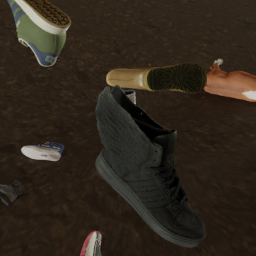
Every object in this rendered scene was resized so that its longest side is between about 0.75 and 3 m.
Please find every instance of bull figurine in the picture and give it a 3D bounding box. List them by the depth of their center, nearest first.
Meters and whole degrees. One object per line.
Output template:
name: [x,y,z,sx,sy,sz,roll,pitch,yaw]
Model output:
bull figurine: [3.993,-1.460,9.464,2.896,0.943,1.758,18,43,15]

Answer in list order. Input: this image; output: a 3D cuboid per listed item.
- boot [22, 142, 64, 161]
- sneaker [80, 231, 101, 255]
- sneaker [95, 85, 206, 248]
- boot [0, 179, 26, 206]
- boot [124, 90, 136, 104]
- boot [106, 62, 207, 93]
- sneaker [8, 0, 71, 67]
boot: [-2.333,0.598,7.746,1.072,0.390,0.484,12,37,2]
sneaker: [-0.576,2.834,5.199,0.664,0.717,1.778,6,49,-16]
sneaker: [0.349,0.505,3.742,2.215,1.155,0.665,39,29,12]
boot: [-2.974,1.451,6.899,0.901,0.314,0.593,36,50,18]
boot: [-0.377,-0.900,9.079,1.300,0.621,0.478,-15,46,-15]
boot: [0.523,-1.029,5.658,1.443,0.545,1.648,-1,10,-26]
sneaker: [-2.488,-2.674,6.933,0.986,1.320,2.940,-15,52,-41]
